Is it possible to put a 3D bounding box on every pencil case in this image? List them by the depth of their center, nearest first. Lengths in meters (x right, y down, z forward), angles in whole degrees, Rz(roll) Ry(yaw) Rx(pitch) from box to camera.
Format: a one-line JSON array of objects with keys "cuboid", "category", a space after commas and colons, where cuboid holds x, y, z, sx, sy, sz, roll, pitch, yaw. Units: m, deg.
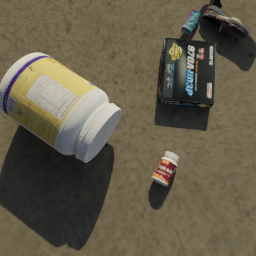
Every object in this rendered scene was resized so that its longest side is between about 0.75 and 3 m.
[{"cuboid": [2.231, -3.741, 9.923, 0.406, 0.374, 0.879, 35, 76, -22], "category": "pencil case"}]

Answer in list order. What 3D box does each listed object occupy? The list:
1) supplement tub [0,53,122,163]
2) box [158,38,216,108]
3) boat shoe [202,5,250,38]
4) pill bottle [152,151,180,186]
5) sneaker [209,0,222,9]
[{"cuboid": [-1.926, -0.574, 8.207, 3.000, 2.181, 2.181, 33, 78, 8], "category": "supplement tub"}, {"cuboid": [1.975, -1.844, 9.374, 1.774, 0.513, 2.232, 6, 76, 2], "category": "box"}, {"cuboid": [3.386, -3.605, 9.792, 1.775, 0.638, 0.575, 40, 85, 12], "category": "boat shoe"}, {"cuboid": [1.172, 1.239, 8.590, 0.548, 0.548, 0.960, 27, 78, 7], "category": "pill bottle"}, {"cuboid": [3.263, -4.638, 10.234, 0.429, 0.302, 0.807, 25, 75, -8], "category": "sneaker"}]
